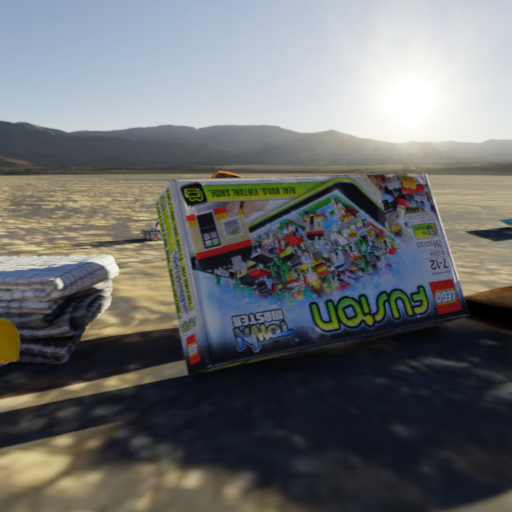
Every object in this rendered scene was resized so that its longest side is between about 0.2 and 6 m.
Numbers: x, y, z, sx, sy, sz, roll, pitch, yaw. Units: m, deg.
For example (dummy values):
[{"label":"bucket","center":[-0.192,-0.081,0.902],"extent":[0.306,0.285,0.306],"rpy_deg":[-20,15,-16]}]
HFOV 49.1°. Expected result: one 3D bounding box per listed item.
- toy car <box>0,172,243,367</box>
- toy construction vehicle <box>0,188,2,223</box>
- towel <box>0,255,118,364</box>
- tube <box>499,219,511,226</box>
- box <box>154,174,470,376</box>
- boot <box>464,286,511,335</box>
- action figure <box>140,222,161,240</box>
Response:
[{"label":"toy car","center":[-1.048,0.075,4.468],"extent":[3.028,1.485,1.008],"rpy_deg":[0,-18,-37]},{"label":"toy construction vehicle","center":[-4.166,-0.548,8.174],"extent":[0.409,1.161,1.010],"rpy_deg":[33,5,-44]},{"label":"towel","center":[-2.057,0.402,4.639],"extent":[1.585,0.678,1.312],"rpy_deg":[-1,9,3]},{"label":"tube","center":[5.689,-0.662,11.593],"extent":[0.466,0.303,1.203],"rpy_deg":[24,-7,-32]},{"label":"box","center":[0.528,0.047,4.507],"extent":[2.464,1.356,0.428],"rpy_deg":[-6,-15,-29]},{"label":"boot","center":[3.022,0.363,5.291],"extent":[2.593,0.888,2.441],"rpy_deg":[-11,21,-18]},{"label":"action figure","center":[-1.666,-0.476,10.393],"extent":[1.035,0.359,0.673],"rpy_deg":[-9,19,-29]}]
